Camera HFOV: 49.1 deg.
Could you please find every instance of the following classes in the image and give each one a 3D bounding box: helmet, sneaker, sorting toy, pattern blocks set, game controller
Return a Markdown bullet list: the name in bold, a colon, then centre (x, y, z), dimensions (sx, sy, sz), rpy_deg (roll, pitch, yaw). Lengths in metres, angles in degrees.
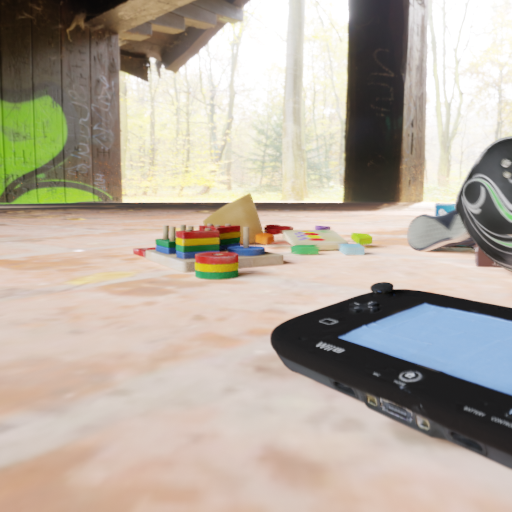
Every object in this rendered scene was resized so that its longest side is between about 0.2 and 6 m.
- **helmet**: centre (4.078, -0.685, 7.845), dimensions (2.080, 2.080, 1.983), rpy_deg (-8, 44, -47)
- **sneaker**: centre (4.091, -0.412, 11.089), dimensions (1.509, 0.794, 2.089), rpy_deg (8, -5, -18)
- **sorting toy**: centre (-0.816, -0.210, 9.746), dimensions (1.824, 0.640, 3.783), rpy_deg (-4, 8, -29)
- **pattern blocks set**: centre (1.223, -0.341, 11.881), dimensions (2.445, 0.225, 2.781), rpy_deg (2, 12, 4)
- **game controller**: centre (1.298, 0.620, 3.242), dimensions (1.439, 0.581, 2.759), rpy_deg (-4, 7, -33)

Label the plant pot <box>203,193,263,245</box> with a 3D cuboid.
- **plant pot**: centre (-0.535, -0.698, 12.494), dimensions (1.203, 1.121, 1.121), rpy_deg (-17, 8, -1)

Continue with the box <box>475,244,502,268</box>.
- **box**: centre (4.247, -0.042, 9.136), dimensions (1.255, 0.470, 0.629), rpy_deg (4, 8, 20)

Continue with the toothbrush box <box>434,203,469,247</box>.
- **toothbrush box**: centre (5.083, -0.703, 12.488), dimensions (2.166, 0.924, 1.586), rpy_deg (2, 7, 16)
